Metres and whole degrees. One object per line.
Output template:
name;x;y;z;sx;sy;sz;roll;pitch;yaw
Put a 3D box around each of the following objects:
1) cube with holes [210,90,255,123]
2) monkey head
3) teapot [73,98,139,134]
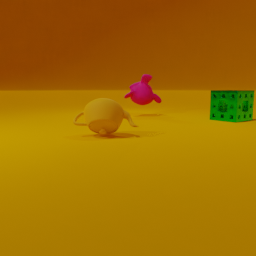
cube with holes;3.753;-0.822;10.140;1.077;1.077;1.077;-6;10;-36
monkey head;0.645;-1.528;11.513;1.649;0.994;1.186;6;-36;-20
teapot;-0.533;-0.216;6.766;1.589;0.778;0.988;-1;-30;2
